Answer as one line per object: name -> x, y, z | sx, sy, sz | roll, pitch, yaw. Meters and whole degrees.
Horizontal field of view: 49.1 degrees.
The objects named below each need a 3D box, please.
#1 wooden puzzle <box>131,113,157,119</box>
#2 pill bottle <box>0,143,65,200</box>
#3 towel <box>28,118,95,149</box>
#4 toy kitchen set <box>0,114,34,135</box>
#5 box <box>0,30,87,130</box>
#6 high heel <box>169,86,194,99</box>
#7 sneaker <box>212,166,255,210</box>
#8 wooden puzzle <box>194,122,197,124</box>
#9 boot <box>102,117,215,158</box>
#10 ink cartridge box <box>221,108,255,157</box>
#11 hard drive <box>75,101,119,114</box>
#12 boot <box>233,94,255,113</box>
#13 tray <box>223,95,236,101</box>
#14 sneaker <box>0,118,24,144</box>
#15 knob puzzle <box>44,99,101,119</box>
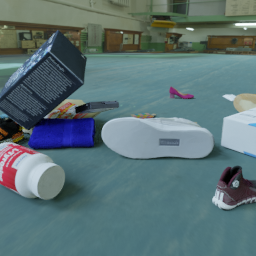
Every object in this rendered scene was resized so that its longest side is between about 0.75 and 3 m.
wooden puzzle -> 0.560, -0.410, 10.639 | 1.223, 0.086, 0.725 | -7, 20, -21
pill bottle -> -2.040, 0.864, 5.604 | 1.563, 0.877, 0.877 | 13, 22, 33
towel -> -1.884, 0.092, 8.228 | 1.838, 0.455, 1.357 | -3, 29, -5
toy kitchen set -> -3.778, -0.159, 8.490 | 1.331, 0.979, 1.662 | 8, 20, 22
box -> -2.468, -1.388, 8.169 | 2.343, 1.255, 1.739 | -36, 31, 19
high heel -> 2.658, -1.751, 13.835 | 1.219, 0.586, 0.411 | 1, 19, 2
sneaker -> 2.189, 1.028, 5.311 | 1.305, 0.754, 0.494 | -11, 22, -30
wooden puzzle -> 1.806, -0.015, 9.404 | 1.054, 0.125, 1.777 | 3, 19, 10
boot -> 0.771, 0.199, 7.680 | 2.893, 1.064, 1.383 | 8, 12, -1
ink cartridge box -> 3.903, 0.083, 7.895 | 2.119, 0.887, 1.538 | -15, 24, -38
hard drive -> -0.981, -0.629, 8.621 | 0.934, 0.253, 1.336 | -7, 0, -31
boot -> 5.565, -0.735, 10.613 | 1.850, 0.909, 2.585 | -9, 24, -40
tray -> 5.162, -1.503, 13.842 | 0.584, 0.121, 1.087 | -1, 19, -5
sneaker -> -3.765, 0.138, 7.738 | 0.691, 0.890, 1.977 | 9, 21, 25
knob puzzle -> -2.231, -0.426, 9.672 | 2.198, 0.305, 2.198 | 1, 36, -1
